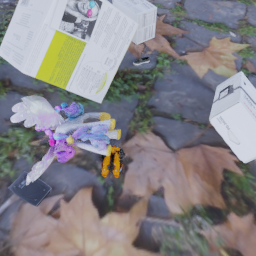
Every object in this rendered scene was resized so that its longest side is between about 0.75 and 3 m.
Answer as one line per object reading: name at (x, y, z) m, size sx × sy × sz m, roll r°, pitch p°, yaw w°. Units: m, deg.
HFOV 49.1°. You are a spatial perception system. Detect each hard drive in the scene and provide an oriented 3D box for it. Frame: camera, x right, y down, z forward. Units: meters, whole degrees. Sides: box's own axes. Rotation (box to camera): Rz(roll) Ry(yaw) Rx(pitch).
hard drive at (-2.810, 1.769, 8.071) m, size 1.077 × 0.228 × 0.726 m, roll 25°, pitch 55°, yaw 19°

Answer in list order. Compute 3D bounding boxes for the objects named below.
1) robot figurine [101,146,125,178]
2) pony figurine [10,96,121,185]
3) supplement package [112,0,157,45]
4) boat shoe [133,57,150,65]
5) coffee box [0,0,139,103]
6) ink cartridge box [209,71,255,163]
robot figurine at (-0.491, 1.010, 8.653) m, size 0.759 × 0.305 × 1.047 m, roll 4°, pitch 51°, yaw 3°
pony figurine at (-1.876, 0.155, 8.401) m, size 2.943 × 2.451 × 2.841 m, roll 5°, pitch 18°, yaw 8°
supplement package at (0.267, -5.082, 12.905) m, size 1.080 × 1.517 × 1.948 m, roll -28°, pitch 56°, yaw -21°
boat shoe at (0.570, -2.874, 11.929) m, size 0.751 × 0.213 × 0.258 m, roll -16°, pitch 52°, yaw -13°
coffee box at (-1.974, -2.867, 9.059) m, size 2.829 × 2.861 × 2.856 m, roll 19°, pitch 11°, yaw -43°
ink cartridge box at (3.433, -0.401, 8.369) m, size 1.730 × 0.993 × 2.382 m, roll 48°, pitch 36°, yaw -10°
